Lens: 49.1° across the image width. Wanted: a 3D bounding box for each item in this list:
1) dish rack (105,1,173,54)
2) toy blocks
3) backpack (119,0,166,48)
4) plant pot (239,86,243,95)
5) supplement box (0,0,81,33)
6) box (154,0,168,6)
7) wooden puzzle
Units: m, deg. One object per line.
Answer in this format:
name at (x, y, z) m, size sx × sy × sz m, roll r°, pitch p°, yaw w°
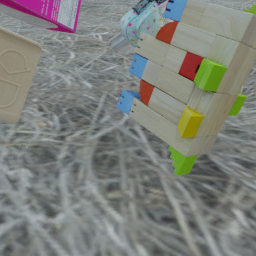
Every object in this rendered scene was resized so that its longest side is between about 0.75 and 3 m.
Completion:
dish rack at (0.585, -2.470, 7.128) m, size 1.920 × 0.487 × 2.237 m, roll -26°, pitch 8°, yaw 25°
toy blocks at (0.600, -0.668, 3.272) m, size 0.987 × 1.975 × 1.350 m, roll -2°, pitch 31°, yaw -45°
backpack at (0.283, -1.961, 5.394) m, size 0.833 × 0.732 × 0.639 m, roll -32°, pitch 50°, yaw 8°
plant pot at (1.489, -1.068, 5.469) m, size 1.714 × 1.714 × 1.612 m, roll 3°, pitch 29°, yaw 5°
supplement box at (-2.390, -3.311, 6.498) m, size 1.409 × 1.439 × 2.784 m, roll 15°, pitch 6°, yaw 20°
box at (1.251, -3.980, 7.626) m, size 1.082 × 1.514 × 0.273 m, roll -15°, pitch 51°, yaw -26°
wooden puzzle at (-2.477, -1.007, 4.962) m, size 1.468 × 1.585 × 0.367 m, roll 19°, pitch 2°, yaw -26°
